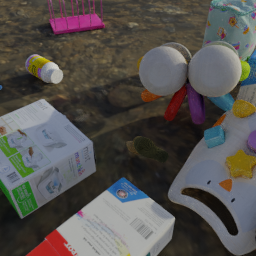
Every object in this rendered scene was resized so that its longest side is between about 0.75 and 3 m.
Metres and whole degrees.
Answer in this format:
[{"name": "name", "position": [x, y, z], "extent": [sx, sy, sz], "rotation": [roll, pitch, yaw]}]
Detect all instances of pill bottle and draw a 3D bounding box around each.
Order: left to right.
[{"name": "pill bottle", "position": [-2.771, -1.934, 9.333], "extent": [1.316, 0.686, 0.686], "rotation": [29, 49, 31]}]

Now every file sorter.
[{"name": "file sorter", "position": [-2.431, -5.418, 12.815], "extent": [2.312, 1.450, 1.607], "rotation": [-13, 43, -15]}]

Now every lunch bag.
[{"name": "lunch bag", "position": [3.964, -3.548, 10.066], "extent": [2.545, 2.168, 1.552], "rotation": [-30, 49, -30]}]

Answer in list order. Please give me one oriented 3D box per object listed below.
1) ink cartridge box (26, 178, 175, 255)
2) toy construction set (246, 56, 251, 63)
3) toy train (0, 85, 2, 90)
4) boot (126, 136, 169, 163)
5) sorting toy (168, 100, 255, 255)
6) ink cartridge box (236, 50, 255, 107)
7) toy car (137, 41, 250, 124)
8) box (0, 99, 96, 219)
[{"name": "ink cartridge box", "position": [-0.419, 2.004, 4.666], "extent": [1.304, 0.755, 2.245], "rotation": [33, 50, 32]}, {"name": "toy construction set", "position": [4.478, -2.141, 9.093], "extent": [1.430, 1.317, 1.714], "rotation": [23, 46, 24]}, {"name": "toy train", "position": [-4.545, -1.484, 8.952], "extent": [0.706, 0.536, 1.236], "rotation": [-29, 48, -21]}, {"name": "boot", "position": [0.241, 0.427, 6.046], "extent": [0.357, 0.944, 1.078], "rotation": [-60, 27, -9]}, {"name": "sorting toy", "position": [2.241, 1.013, 5.653], "extent": [2.567, 1.523, 2.851], "rotation": [-42, 54, -15]}, {"name": "ink cartridge box", "position": [4.298, -0.998, 7.465], "extent": [2.341, 1.693, 0.986], "rotation": [23, 46, 25]}, {"name": "toy car", "position": [1.616, -1.110, 7.252], "extent": [2.767, 2.075, 2.422], "rotation": [3, 20, 17]}, {"name": "box", "position": [-2.096, 0.500, 6.213], "extent": [1.882, 1.031, 2.133], "rotation": [-31, 49, -31]}]
